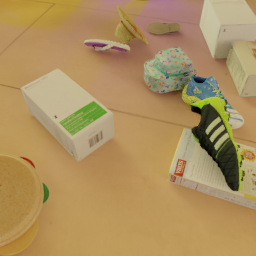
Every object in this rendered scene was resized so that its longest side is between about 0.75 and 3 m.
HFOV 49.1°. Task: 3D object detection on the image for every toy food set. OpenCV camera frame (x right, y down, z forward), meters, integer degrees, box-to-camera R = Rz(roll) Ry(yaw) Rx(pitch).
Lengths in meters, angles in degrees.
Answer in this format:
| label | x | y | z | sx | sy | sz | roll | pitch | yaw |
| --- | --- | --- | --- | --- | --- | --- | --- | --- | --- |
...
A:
| label | x | y | z | sx | sy | sz | roll | pitch | yaw |
| --- | --- | --- | --- | --- | --- | --- | --- | --- | --- |
| toy food set | -3.468 | 1.798 | 7.266 | 2.661 | 0.647 | 2.634 | 12 | 54 | -8 |

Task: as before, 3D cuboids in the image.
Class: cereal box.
| label | x | y | z | sx | sy | sz | roll | pitch | yaw |
| --- | --- | --- | --- | --- | --- | --- | --- | --- | --- |
| cereal box | 2.687 | 1.135 | 8.359 | 2.633 | 0.520 | 1.894 | 17 | 50 | 14 |

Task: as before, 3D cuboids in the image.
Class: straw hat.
| label | x | y | z | sx | sy | sz | roll | pitch | yaw |
| --- | --- | --- | --- | --- | --- | --- | --- | --- | --- |
| straw hat | -0.105 | -4.394 | 12.786 | 0.939 | 2.219 | 2.219 | -39 | 48 | 20 |

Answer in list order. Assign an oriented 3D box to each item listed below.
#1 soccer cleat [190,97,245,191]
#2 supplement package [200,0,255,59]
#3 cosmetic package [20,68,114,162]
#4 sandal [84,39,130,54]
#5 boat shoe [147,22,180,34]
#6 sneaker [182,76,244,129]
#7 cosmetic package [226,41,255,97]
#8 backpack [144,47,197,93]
| label | x | y | z | sx | sy | sz | roll | pitch | yaw |
| --- | --- | --- | --- | --- | --- | --- | --- | --- | --- |
| soccer cleat | 2.481 | 0.426 | 7.953 | 1.178 | 0.981 | 2.906 | -11 | 58 | 11 |
| supplement package | 4.432 | -4.630 | 12.573 | 1.656 | 1.661 | 2.832 | -2 | 49 | -1 |
| cosmetic package | -2.004 | -0.508 | 9.297 | 1.608 | 1.267 | 2.988 | -37 | 60 | -25 |
| sandal | -0.964 | -3.533 | 12.368 | 2.083 | 0.847 | 0.512 | 8 | 90 | 6 |
| boat shoe | 1.733 | -4.844 | 13.674 | 1.583 | 0.575 | 0.496 | 0 | 6 | 7 |
| sneaker | 2.941 | -0.977 | 9.680 | 2.454 | 1.289 | 0.929 | 34 | 57 | 26 |
| cosmetic package | 4.687 | -2.338 | 10.975 | 0.953 | 1.130 | 2.185 | -1 | 50 | 0 |
| backpack | 1.538 | -2.182 | 10.758 | 1.827 | 1.375 | 1.622 | -18 | 51 | -8 |
